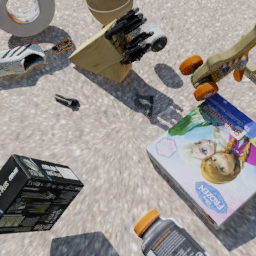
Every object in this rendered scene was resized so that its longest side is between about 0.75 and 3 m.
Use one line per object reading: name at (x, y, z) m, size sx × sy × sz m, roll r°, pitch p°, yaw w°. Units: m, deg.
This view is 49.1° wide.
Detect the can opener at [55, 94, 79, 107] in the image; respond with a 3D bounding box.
can opener at (-2.069, -0.910, 9.308) m, size 0.881 × 0.346 × 0.279 m, roll 16°, pitch 95°, yaw 14°

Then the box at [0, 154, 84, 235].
box at (-1.947, 1.393, 5.735) m, size 0.718 × 1.668 × 1.366 m, roll 40°, pitch 96°, yaw 31°

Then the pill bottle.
pill bottle at (1.027, 2.756, 6.157) m, size 1.076 × 1.076 × 2.026 m, roll -35°, pitch 62°, yaw -22°

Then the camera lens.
camera lens at (0.909, -3.154, 9.794) m, size 0.709 × 0.709 × 0.887 m, roll -22°, pitch 63°, yaw -15°

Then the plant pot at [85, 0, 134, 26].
plant pot at (-0.624, -4.851, 11.349) m, size 1.915 × 1.285 × 1.915 m, roll -4°, pitch 62°, yaw 8°

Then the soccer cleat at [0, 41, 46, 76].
soccer cleat at (-4.167, -2.279, 9.887) m, size 2.589 × 0.888 × 1.103 m, roll -27°, pitch 55°, yaw -23°

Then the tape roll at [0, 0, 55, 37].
tape roll at (-4.056, -4.741, 10.653) m, size 2.421 × 2.421 × 0.800 m, roll -22°, pitch 57°, yaw -15°

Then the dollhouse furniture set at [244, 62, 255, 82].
dollhouse furniture set at (5.059, -2.115, 9.777) m, size 1.470 × 0.817 × 1.300 m, roll -23°, pitch 58°, yaw -16°

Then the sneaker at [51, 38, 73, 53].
sneaker at (-2.578, -3.195, 10.843) m, size 0.892 × 0.344 × 0.349 m, roll -31°, pitch 62°, yaw -18°

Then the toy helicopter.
toy helicopter at (2.932, -1.945, 7.502) m, size 1.940 × 2.934 × 1.157 m, roll -11°, pitch 69°, yaw -36°

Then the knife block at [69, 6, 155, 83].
knife block at (-0.660, -2.914, 9.245) m, size 2.977 × 2.613 × 0.952 m, roll 24°, pitch 57°, yaw 16°

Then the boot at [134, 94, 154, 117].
boot at (0.500, -0.729, 9.143) m, size 0.625 × 0.331 × 0.949 m, roll 4°, pitch 44°, yaw 7°

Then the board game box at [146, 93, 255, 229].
board game box at (2.383, 0.721, 7.570) m, size 2.732 × 0.563 × 2.739 m, roll -39°, pitch 61°, yaw -10°
